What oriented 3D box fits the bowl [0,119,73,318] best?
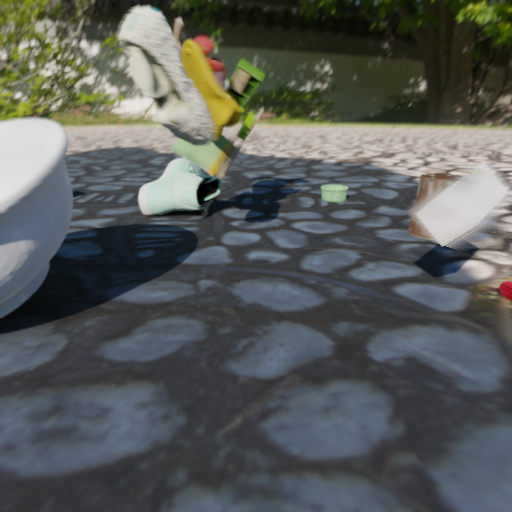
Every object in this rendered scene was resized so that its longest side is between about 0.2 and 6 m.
[{"bbox_3d":[-3.919,-0.186,7.297,3.772,1.695,3.772,-12,35,9],"label":"bowl"}]

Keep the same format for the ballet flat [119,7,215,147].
[{"bbox_3d":[-1.399,-2.474,8.441,0.865,2.410,0.865,-13,45,13],"label":"ballet flat"}]

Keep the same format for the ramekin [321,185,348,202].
[{"bbox_3d":[2.184,-1.739,15.676,0.747,0.365,0.747,0,17,0],"label":"ramekin"}]

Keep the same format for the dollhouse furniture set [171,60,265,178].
[{"bbox_3d":[-0.663,-3.076,12.465,1.294,2.588,0.999,32,-30,-9],"label":"dollhouse furniture set"}]

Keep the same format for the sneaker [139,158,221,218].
[{"bbox_3d":[-1.569,-1.788,14.482,1.791,1.117,3.036,-1,26,17],"label":"sneaker"}]

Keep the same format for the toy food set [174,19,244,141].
[{"bbox_3d":[-0.921,-3.751,11.892,0.874,2.675,1.574,-18,-20,-19],"label":"toy food set"}]

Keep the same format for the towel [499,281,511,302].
[{"bbox_3d":[5.022,0.653,7.953,2.478,0.279,1.792,-2,15,-12],"label":"towel"}]

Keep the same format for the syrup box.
[{"bbox_3d":[2.878,-0.737,7.755,1.452,0.591,0.572,-33,-6,-45],"label":"syrup box"}]

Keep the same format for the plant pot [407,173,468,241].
[{"bbox_3d":[3.950,-1.091,12.008,1.276,1.264,1.276,0,16,0],"label":"plant pot"}]
